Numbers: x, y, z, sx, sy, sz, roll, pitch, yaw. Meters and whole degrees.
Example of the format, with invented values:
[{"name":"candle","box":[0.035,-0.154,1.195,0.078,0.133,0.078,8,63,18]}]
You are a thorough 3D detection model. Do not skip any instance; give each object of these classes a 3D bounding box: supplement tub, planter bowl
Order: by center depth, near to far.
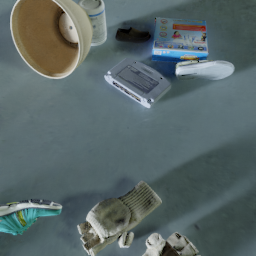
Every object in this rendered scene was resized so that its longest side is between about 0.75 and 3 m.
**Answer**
[{"name":"planter bowl","box":[-2.088,-2.951,8.664,2.420,2.420,1.629,22,38,15]},{"name":"supplement tub","box":[-1.205,-3.631,9.570,0.898,1.361,0.898,0,55,0]}]

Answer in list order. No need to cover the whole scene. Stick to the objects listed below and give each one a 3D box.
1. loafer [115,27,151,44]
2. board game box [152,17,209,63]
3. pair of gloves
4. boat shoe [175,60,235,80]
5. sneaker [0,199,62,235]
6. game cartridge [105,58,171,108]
[{"name":"loafer","box":[0.179,-3.302,9.893,1.264,0.451,0.461,0,55,0]},{"name":"board game box","box":[1.777,-3.036,9.669,1.812,0.506,1.774,6,54,4]},{"name":"pair of gloves","box":[0.177,2.391,5.878,1.995,0.411,2.347,-26,58,-17]},{"name":"boat shoe","box":[2.382,-1.907,8.800,1.822,0.656,0.565,-2,51,1]},{"name":"sneaker","box":[-1.872,1.573,4.923,1.427,0.553,0.568,-8,83,-8]},{"name":"game cartridge","box":[0.346,-1.465,8.668,1.834,0.375,1.220,36,66,23]}]
